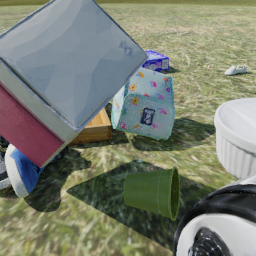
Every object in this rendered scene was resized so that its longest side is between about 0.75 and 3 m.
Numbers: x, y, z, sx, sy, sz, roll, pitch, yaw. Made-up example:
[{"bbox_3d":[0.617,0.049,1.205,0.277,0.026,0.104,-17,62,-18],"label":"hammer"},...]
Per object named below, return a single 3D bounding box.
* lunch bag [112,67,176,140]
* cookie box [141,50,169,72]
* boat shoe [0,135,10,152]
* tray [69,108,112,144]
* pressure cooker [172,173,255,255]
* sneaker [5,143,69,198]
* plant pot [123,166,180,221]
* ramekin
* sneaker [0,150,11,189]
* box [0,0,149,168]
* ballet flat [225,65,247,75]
[{"bbox_3d":[0.416,-0.640,7.638,1.587,1.136,1.863,13,61,-19],"label":"lunch bag"},{"bbox_3d":[0.917,-3.199,13.396,1.440,0.633,1.684,-13,31,-22],"label":"cookie box"},{"bbox_3d":[-3.087,-0.107,7.781,0.747,0.617,1.995,2,29,5],"label":"boat shoe"},{"bbox_3d":[-1.419,-0.441,8.538,1.354,0.508,2.745,-6,30,-12],"label":"tray"},{"bbox_3d":[1.794,1.576,2.777,2.825,2.485,2.524,-13,26,-30],"label":"pressure cooker"},{"bbox_3d":[-1.948,0.592,6.262,1.235,0.852,2.220,-16,25,-11],"label":"sneaker"},{"bbox_3d":[0.400,1.100,4.844,0.856,0.901,0.901,-1,27,20],"label":"plant pot"},{"bbox_3d":[3.224,0.344,6.343,2.603,1.212,2.603,1,29,0],"label":"ramekin"},{"bbox_3d":[-3.164,0.463,6.162,0.779,1.174,2.064,-20,35,-32],"label":"sneaker"},{"bbox_3d":[-1.250,-0.630,4.893,1.526,2.801,1.791,43,59,-8],"label":"box"},{"bbox_3d":[4.891,-2.657,12.687,1.164,0.404,0.404,-12,31,-19],"label":"ballet flat"}]
